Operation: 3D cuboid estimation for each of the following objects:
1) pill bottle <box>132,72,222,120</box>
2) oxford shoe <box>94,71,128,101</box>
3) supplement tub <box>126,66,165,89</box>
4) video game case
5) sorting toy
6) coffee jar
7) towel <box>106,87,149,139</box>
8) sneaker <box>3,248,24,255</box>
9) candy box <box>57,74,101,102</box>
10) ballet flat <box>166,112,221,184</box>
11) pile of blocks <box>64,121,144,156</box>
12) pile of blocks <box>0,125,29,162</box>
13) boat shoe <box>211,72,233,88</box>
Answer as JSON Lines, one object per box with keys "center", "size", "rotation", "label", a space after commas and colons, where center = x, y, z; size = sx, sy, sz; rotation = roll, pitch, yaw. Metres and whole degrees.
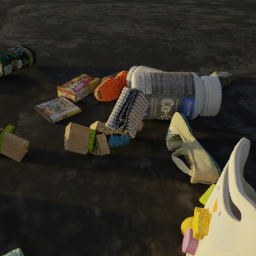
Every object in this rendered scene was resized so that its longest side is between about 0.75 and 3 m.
{"center": [1.538, -1.073, 9.428], "size": [2.814, 1.601, 1.601], "rotation": [0, 35, 0], "label": "pill bottle"}
{"center": [-0.758, -1.617, 11.108], "size": [0.843, 0.825, 2.313], "rotation": [-1, 24, 30], "label": "oxford shoe"}
{"center": [0.811, -1.794, 10.916], "size": [1.510, 1.095, 1.095], "rotation": [22, 40, 29], "label": "supplement tub"}
{"center": [-2.560, -0.698, 10.157], "size": [1.198, 0.169, 1.325], "rotation": [-26, 43, -32], "label": "video game case"}
{"center": [1.735, 1.633, 4.675], "size": [1.530, 2.577, 2.863], "rotation": [8, 35, 11], "label": "sorting toy"}
{"center": [-5.270, -3.132, 12.863], "size": [1.108, 0.907, 2.126], "rotation": [25, 36, 18], "label": "coffee jar"}
{"center": [0.066, -0.346, 7.007], "size": [0.578, 1.118, 1.351], "rotation": [25, -3, 13], "label": "towel"}
{"center": [-2.717, 2.549, 4.635], "size": [2.939, 1.082, 1.734], "rotation": [29, 49, 21], "label": "sneaker"}
{"center": [-1.941, -1.632, 11.269], "size": [0.916, 0.443, 1.571], "rotation": [21, 38, 28], "label": "candy box"}
{"center": [1.565, 0.500, 7.858], "size": [0.972, 0.972, 2.798], "rotation": [-8, 36, -11], "label": "ballet flat"}
{"center": [-0.745, 0.287, 8.398], "size": [2.596, 1.066, 0.807], "rotation": [-10, -8, -30], "label": "pile of blocks"}
{"center": [-3.965, 0.204, 8.082], "size": [2.575, 1.057, 0.800], "rotation": [6, 35, 10], "label": "pile of blocks"}
{"center": [3.706, -1.988, 11.686], "size": [1.700, 0.635, 0.581], "rotation": [-18, 36, -41], "label": "boat shoe"}
